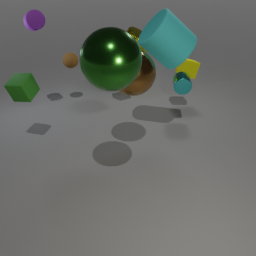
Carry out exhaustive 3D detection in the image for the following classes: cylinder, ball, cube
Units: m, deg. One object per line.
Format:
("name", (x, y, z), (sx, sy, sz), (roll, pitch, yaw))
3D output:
("cylinder", (2.130, -1.767, 11.014), (0.700, 0.700, 0.700), (2, 34, 3))
("ball", (0.152, -1.682, 8.522), (1.400, 1.400, 1.400), (0, 29, 0))
("ball", (-0.383, -1.528, 6.290), (1.400, 1.400, 1.400), (0, 29, 0))
("cube", (2.560, -2.585, 12.049), (0.700, 0.700, 0.700), (10, 21, -15))
("cube", (-3.513, -1.349, 9.336), (0.700, 0.700, 0.700), (3, 48, 18))
("cylinder", (0.284, -4.021, 13.892), (1.400, 1.400, 1.400), (25, 36, -20))
("ball", (-2.585, -3.039, 12.598), (0.700, 0.700, 0.700), (0, 29, 0))
("cylinder", (1.293, -2.912, 9.251), (1.400, 1.400, 1.400), (34, 19, -24))
("cylinder", (-3.559, -4.078, 10.631), (0.700, 0.700, 0.700), (-15, 19, -25))
